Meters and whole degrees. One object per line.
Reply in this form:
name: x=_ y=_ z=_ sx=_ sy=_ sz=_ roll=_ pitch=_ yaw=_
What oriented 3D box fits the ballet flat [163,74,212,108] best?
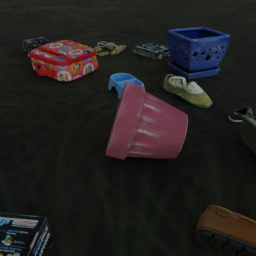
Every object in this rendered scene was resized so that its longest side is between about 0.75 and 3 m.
ballet flat: x=1.788 y=-1.203 z=8.590 sx=0.657 sy=0.657 sz=1.859 roll=-21 pitch=37 yaw=-31

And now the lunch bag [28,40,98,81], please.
lunch bag: x=-2.526 y=-2.489 z=10.474 sx=2.373 sy=0.972 sz=2.090 roll=24 pitch=43 yaw=35

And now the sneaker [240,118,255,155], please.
sneaker: x=3.302 y=0.352 z=5.790 sx=1.155 sy=0.813 sz=2.174 roll=-3 pitch=30 yaw=0

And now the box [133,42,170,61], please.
box: x=1.155 y=-3.461 z=12.571 sx=1.199 sy=0.347 sz=1.508 roll=-27 pitch=40 yaw=-37

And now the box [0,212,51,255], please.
box: x=-2.239 y=1.821 z=3.730 sx=1.936 sy=0.445 sz=1.539 roll=3 pitch=31 yaw=6

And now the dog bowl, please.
dog bowl: x=-0.049 y=-1.362 z=9.057 sx=0.905 sy=0.403 sz=1.624 roll=-14 pitch=34 yaw=-23

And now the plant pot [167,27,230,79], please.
plant pot: x=2.454 y=-2.737 z=10.252 sx=1.682 sy=1.512 sz=1.682 roll=-13 pitch=34 yaw=-20

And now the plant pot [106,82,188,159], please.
plant pot: x=0.406 y=-0.011 z=5.894 sx=1.422 sy=1.589 sz=1.589 roll=16 pitch=31 yaw=-4

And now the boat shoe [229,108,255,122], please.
boat shoe: x=3.195 y=-0.374 z=7.485 sx=0.970 sy=0.328 sz=0.348 roll=-3 pitch=35 yaw=-12

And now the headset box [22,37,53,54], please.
headset box: x=-4.062 y=-3.688 z=12.742 sx=1.095 sy=0.568 sz=1.471 roll=-21 pitch=39 yaw=-31

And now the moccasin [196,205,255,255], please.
moccasin: x=1.994 y=1.629 z=3.884 sx=2.008 sy=0.734 sz=0.775 roll=11 pitch=40 yaw=35

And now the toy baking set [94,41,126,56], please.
toy baking set: x=-0.981 y=-3.836 z=13.280 sx=1.696 sy=0.257 sz=2.210 roll=16 pitch=35 yaw=25
